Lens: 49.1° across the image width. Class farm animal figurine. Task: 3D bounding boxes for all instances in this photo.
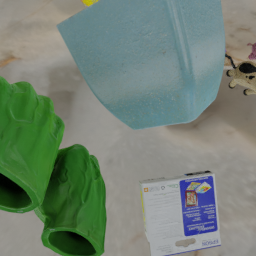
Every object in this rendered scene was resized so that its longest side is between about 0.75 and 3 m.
[{"bbox_3d":[3.323,-0.836,5.176,2.385,1.243,2.359,-27,90,-4],"label":"farm animal figurine"}]

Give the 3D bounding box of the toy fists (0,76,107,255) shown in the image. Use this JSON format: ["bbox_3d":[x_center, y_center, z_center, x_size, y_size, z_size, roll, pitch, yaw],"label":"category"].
[{"bbox_3d":[-1.109,0.601,3.784,0.971,2.824,1.439,-16,42,19],"label":"toy fists"}]

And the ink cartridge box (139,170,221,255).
[{"bbox_3d":[0.792,1.290,4.251,1.131,0.269,1.144,-7,96,-8],"label":"ink cartridge box"}]

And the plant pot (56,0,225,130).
[{"bbox_3d":[0.444,-1.051,4.318,1.865,1.904,1.870,-8,17,38],"label":"plant pot"}]

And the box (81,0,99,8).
[{"bbox_3d":[-0.063,-4.379,6.959,2.835,1.730,2.731,-42,110,-13],"label":"box"}]
